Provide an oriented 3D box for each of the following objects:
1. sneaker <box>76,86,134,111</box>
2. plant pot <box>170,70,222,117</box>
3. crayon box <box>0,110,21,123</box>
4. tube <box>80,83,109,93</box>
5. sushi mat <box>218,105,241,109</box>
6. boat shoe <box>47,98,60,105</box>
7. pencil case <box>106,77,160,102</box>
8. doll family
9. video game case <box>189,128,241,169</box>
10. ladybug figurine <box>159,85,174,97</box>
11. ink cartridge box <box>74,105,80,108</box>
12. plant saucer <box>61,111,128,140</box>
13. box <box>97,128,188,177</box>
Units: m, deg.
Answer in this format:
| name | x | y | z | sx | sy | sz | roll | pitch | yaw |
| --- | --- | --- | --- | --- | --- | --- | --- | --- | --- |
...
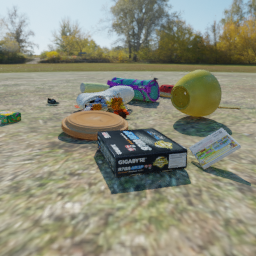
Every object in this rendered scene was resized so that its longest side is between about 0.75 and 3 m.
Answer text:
| name | x | y | z | sx | sy | sz | roll | pitch | yaw |
| --- | --- | --- | --- | --- | --- | --- | --- | --- | --- |
| sneaker | -0.813 | -1.192 | 12.464 | 2.746 | 1.012 | 1.587 | -14 | 20 | -16 |
| plant pot | 2.411 | -1.237 | 10.744 | 1.316 | 1.854 | 1.854 | -17 | 21 | -39 |
| crayon box | -4.633 | -0.430 | 10.551 | 1.056 | 0.308 | 0.627 | 8 | 16 | 28 |
| tube | -1.899 | -2.749 | 19.214 | 2.795 | 0.811 | 0.726 | -8 | -25 | -37 |
| sushi mat | 4.741 | -1.015 | 13.364 | 1.189 | 0.072 | 0.569 | 6 | 15 | 22 |
| boat shoe | -3.779 | -1.322 | 14.128 | 0.919 | 0.311 | 0.330 | 14 | 19 | 40 |
| pencil case | 0.310 | -2.195 | 15.601 | 2.952 | 1.256 | 1.364 | 10 | -5 | 38 |
| doll family | -0.877 | -0.902 | 10.942 | 2.069 | 0.932 | 1.284 | 2 | 21 | 2 |
| video game case | 1.916 | 0.444 | 6.272 | 0.906 | 0.104 | 0.824 | -32 | 28 | 5 |
| ladybug figurine | 2.490 | -2.311 | 17.298 | 1.241 | 0.658 | 1.828 | -6 | 15 | -23 |
| ink cartridge box | -2.155 | -1.158 | 13.695 | 0.848 | 0.242 | 0.689 | -1 | 14 | -23 |
| plant saucer | -1.043 | -0.171 | 8.995 | 2.138 | 0.345 | 2.138 | 4 | 20 | -1 |
| box | 0.229 | 0.484 | 6.598 | 1.599 | 0.463 | 2.011 | -4 | 15 | -15 |
